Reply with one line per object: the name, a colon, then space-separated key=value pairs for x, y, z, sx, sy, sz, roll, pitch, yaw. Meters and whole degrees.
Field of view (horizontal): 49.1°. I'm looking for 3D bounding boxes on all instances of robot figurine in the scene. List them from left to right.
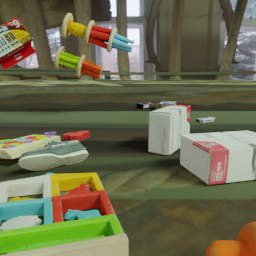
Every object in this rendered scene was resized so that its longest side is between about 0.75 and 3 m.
robot figurine: x=1.453 y=1.236 z=2.053 sx=1.706 sy=0.995 sz=1.227 roll=0 pitch=7 yaw=7

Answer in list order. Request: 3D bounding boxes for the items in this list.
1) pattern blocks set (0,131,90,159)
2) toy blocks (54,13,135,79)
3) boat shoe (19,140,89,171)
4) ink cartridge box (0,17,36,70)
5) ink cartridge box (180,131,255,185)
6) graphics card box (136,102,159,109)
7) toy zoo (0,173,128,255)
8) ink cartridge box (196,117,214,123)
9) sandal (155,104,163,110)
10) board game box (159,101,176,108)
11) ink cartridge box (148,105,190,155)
pattern blocks set: x=-2.578 y=0.410 z=6.884 sx=2.554 sy=0.235 sz=2.905 roll=-2 pitch=10 yaw=22
toy blocks: x=-1.395 y=-3.150 z=11.744 sx=2.912 sy=2.427 sz=1.057 roll=18 pitch=18 yaw=0
boat shoe: x=-1.583 y=0.530 z=5.934 sx=1.537 sy=0.559 sz=0.475 roll=-3 pitch=55 yaw=-41
ink cartridge box: x=-3.635 y=-2.598 z=8.667 sx=1.234 sy=1.083 sz=0.517 roll=-41 pitch=10 yaw=-23
ink cartridge box: x=2.116 y=0.543 z=5.764 sx=1.735 sy=0.736 sz=1.264 roll=-5 pitch=13 yaw=-14
graphics card box: x=1.050 y=-1.188 z=14.800 sx=1.057 sy=0.269 sz=0.663 roll=-8 pitch=15 yaw=-27
toy zoo: x=-1.114 y=1.146 z=4.100 sx=1.641 sy=0.256 sz=2.501 roll=-3 pitch=13 yaw=-15
ink cartridge box: x=3.135 y=-0.334 z=11.193 sx=0.772 sy=0.143 sz=0.366 roll=-11 pitch=15 yaw=-31
sandal: x=1.578 y=-0.987 z=14.040 sx=0.365 sy=0.246 sz=0.909 roll=-7 pitch=28 yaw=-8
board game box: x=2.184 y=-1.302 z=15.429 sx=0.845 sy=0.215 sz=1.248 roll=3 pitch=13 yaw=15
ink cartridge box: x=1.121 y=0.000 z=7.421 sx=0.616 sy=1.072 sz=1.477 roll=8 pitch=14 yaw=31
